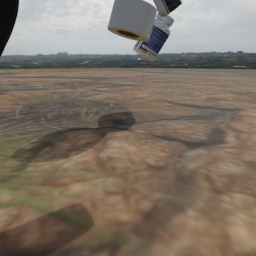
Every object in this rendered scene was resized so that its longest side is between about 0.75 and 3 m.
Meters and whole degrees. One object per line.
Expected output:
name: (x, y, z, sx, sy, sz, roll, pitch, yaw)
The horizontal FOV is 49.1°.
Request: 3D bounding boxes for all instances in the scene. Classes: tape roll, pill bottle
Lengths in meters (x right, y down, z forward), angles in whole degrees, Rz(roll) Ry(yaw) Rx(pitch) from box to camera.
tape roll: (0.132, -3.569, 9.237, 1.465, 1.006, 1.465, 14, 7, -2)
pill bottle: (1.037, -3.581, 10.943, 0.975, 1.757, 0.975, 30, 14, -8)

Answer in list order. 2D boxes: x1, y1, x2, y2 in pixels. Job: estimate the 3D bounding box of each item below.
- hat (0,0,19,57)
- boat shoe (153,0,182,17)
hat: (-2.242, -1.781, 3.742, 2.513, 2.513, 1.014, 5, 21, 20)
boat shoe: (0.612, -3.299, 5.980, 0.622, 1.754, 0.632, -25, 13, 15)
